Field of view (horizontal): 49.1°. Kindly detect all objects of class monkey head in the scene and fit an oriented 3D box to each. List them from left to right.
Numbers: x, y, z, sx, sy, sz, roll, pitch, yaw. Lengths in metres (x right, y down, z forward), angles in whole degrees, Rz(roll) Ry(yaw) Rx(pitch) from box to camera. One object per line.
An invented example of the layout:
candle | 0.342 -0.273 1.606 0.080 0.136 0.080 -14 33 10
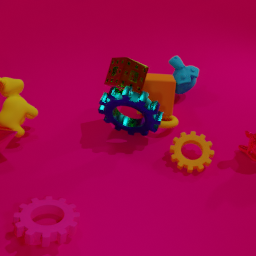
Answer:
monkey head | 1.816 -1.832 9.793 1.690 1.019 1.216 -37 85 -19
monkey head | 3.535 0.434 7.533 1.495 0.901 1.075 10 13 -23

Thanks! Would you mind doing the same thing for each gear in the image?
gear | -1.717 1.942 5.961 1.330 0.246 1.330 8 19 -3
gear | 0.060 -0.433 7.930 1.809 1.809 0.335 11 57 13
gear | 1.726 0.642 7.617 1.143 0.211 1.143 -3 59 4

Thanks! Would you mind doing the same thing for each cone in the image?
cone | -3.387 0.268 7.429 1.100 1.096 1.096 -19 39 11

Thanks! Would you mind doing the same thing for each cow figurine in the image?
cow figurine | -3.411 -0.656 8.139 0.844 1.512 1.537 -12 45 61

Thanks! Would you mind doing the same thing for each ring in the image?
ring | 1.050 -0.248 8.770 1.050 0.210 1.050 5 21 -2

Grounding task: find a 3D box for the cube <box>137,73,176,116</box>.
cube | 0.881 -1.108 9.058 1.116 1.116 1.116 4 21 2

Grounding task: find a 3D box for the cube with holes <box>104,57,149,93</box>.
cube with holes | -0.050 -1.459 7.840 0.787 0.787 0.787 16 2 -34
